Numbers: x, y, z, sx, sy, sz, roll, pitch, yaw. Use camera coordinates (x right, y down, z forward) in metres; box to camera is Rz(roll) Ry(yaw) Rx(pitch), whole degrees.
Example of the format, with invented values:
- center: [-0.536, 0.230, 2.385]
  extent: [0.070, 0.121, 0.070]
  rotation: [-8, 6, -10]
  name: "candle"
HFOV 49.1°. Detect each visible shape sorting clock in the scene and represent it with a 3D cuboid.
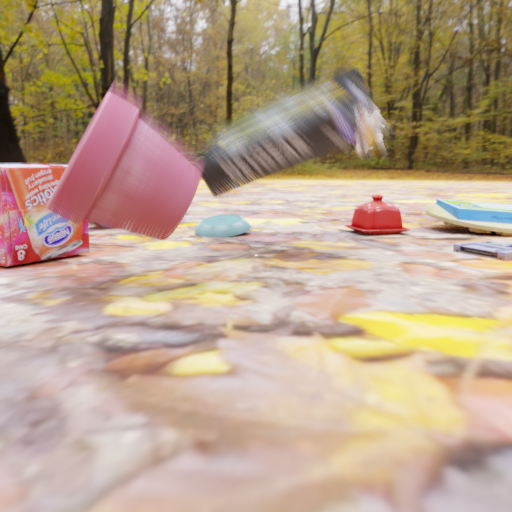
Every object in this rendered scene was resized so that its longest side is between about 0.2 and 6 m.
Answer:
- center: [5.336, -0.879, 12.941]
  extent: [2.806, 0.551, 2.806]
  rotation: [4, 12, -1]
  name: "shape sorting clock"

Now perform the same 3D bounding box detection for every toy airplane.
- center: [1.703, -1.887, 8.505]
  extent: [0.461, 0.654, 0.651]
  rotation: [26, 23, 13]
  name: "toy airplane"

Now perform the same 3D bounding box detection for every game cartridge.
- center: [4.005, -0.099, 9.469]
  extent: [0.723, 0.214, 1.115]
  rotation: [-9, 13, -25]
  name: "game cartridge"

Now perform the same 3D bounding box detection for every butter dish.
- center: [2.668, -0.930, 12.358]
  extent: [1.163, 0.860, 1.160]
  rotation: [-3, 9, -15]
  name: "butter dish"

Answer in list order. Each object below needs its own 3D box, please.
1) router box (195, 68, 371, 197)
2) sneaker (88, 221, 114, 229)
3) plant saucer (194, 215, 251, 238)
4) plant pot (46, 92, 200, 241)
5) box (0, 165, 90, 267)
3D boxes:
- center: [0.484, -2.052, 9.282]
  extent: [2.541, 0.664, 1.998]
  rotation: [-17, 25, 31]
  name: "router box"
- center: [-3.577, -1.345, 14.241]
  extent: [1.221, 1.045, 2.947]
  rotation: [9, 14, 10]
  name: "sneaker"
- center: [-0.738, -0.683, 12.183]
  extent: [1.245, 0.224, 1.245]
  rotation: [-5, 18, 2]
  name: "plant saucer"
- center: [-1.549, -0.957, 6.895]
  extent: [1.429, 1.596, 1.596]
  rotation: [27, 0, -21]
  name: "plant pot"
- center: [-4.467, -0.783, 9.466]
  extent: [3.157, 1.507, 1.574]
  rotation: [6, 11, 33]
  name: "box"
